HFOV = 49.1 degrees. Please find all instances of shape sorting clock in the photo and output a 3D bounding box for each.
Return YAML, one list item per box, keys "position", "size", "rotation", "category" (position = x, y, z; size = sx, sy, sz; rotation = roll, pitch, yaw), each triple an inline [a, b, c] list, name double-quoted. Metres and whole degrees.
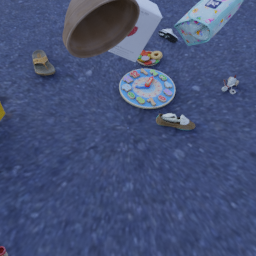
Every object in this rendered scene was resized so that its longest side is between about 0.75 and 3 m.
- position: [0.679, -1.435, 9.810]
  size: [1.971, 0.387, 1.971]
  rotation: [0, 49, 0]
  category: "shape sorting clock"

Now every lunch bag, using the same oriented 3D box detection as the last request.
- position: [2.134, -2.927, 7.327]
  size: [1.314, 0.941, 1.543]
  rotation: [-43, 15, -4]
  category: "lunch bag"

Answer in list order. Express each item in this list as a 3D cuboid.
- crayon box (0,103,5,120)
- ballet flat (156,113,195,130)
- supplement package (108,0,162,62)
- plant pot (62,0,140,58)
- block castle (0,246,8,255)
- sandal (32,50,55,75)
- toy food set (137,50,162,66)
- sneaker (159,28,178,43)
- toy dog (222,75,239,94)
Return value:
- position: [-4.687, -0.067, 7.626]
  size: [0.754, 1.839, 2.925]
  rotation: [11, 49, 9]
  category: "crayon box"
- position: [1.494, -0.239, 8.708]
  size: [1.241, 0.449, 0.421]
  rotation: [11, 49, 9]
  category: "ballet flat"
- position: [0.129, -2.813, 7.860]
  size: [0.909, 1.500, 0.898]
  rotation: [16, 40, -23]
  category: "supplement package"
- position: [-0.625, -2.164, 5.451]
  size: [1.607, 1.607, 0.742]
  rotation: [-26, 78, -21]
  category: "plant pot"
- position: [-2.969, 2.992, 5.845]
  size: [0.640, 0.449, 0.957]
  rotation: [0, 49, 0]
  category: "block castle"
- position: [-3.324, -2.586, 10.766]
  size: [0.712, 0.479, 1.772]
  rotation: [-19, 51, -16]
  category: "sandal"
- position: [0.808, -2.797, 11.112]
  size: [0.998, 0.243, 0.988]
  rotation: [22, 52, 17]
  category: "toy food set"
- position: [1.884, -4.092, 12.164]
  size: [0.587, 0.385, 1.020]
  rotation: [-36, 55, -25]
  category: "sneaker"
- position: [3.663, -1.616, 9.970]
  size: [0.528, 0.385, 0.800]
  rotation: [18, 51, 15]
  category: "toy dog"
